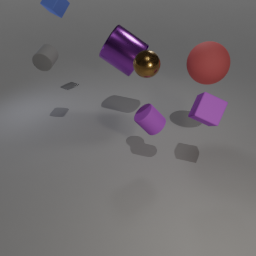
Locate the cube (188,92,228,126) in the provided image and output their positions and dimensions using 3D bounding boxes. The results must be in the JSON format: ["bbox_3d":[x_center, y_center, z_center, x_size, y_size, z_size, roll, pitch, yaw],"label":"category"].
[{"bbox_3d":[2.189,-0.504,7.735,0.700,0.700,0.700,24,-1,-2],"label":"cube"}]

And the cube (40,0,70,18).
[{"bbox_3d":[-2.906,-4.979,11.183,0.700,0.700,0.700,32,4,20],"label":"cube"}]

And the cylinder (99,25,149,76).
[{"bbox_3d":[-0.156,-2.918,10.623,1.400,1.400,1.400,33,31,-7],"label":"cylinder"}]

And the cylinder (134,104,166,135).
[{"bbox_3d":[0.658,-0.254,8.386,0.700,0.700,0.700,-34,31,24],"label":"cylinder"}]

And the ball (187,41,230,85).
[{"bbox_3d":[2.661,-2.149,9.309,1.400,1.400,1.400,0,30,0],"label":"ball"}]

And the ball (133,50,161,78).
[{"bbox_3d":[0.480,-1.632,7.168,0.700,0.700,0.700,0,30,0],"label":"ball"}]

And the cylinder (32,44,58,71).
[{"bbox_3d":[-2.885,-2.467,9.818,0.700,0.700,0.700,4,43,8],"label":"cylinder"}]
